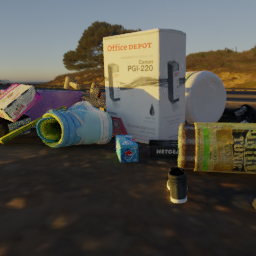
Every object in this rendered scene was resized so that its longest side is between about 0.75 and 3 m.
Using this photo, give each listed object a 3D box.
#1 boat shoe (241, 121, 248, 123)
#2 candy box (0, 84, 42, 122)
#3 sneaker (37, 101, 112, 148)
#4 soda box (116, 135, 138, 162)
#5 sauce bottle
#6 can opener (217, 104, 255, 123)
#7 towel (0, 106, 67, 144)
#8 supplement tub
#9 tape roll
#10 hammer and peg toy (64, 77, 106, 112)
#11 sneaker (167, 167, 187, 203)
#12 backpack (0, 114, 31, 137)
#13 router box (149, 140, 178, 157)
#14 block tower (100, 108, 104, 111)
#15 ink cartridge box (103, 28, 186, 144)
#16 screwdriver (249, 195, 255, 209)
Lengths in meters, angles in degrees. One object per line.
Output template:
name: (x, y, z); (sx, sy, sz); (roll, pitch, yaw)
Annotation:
boat shoe: (2.701, 0.190, 6.279); (2.162, 0.678, 0.785); (-9, 13, -43)
candy box: (-3.122, -0.728, 7.661); (1.470, 0.448, 1.002); (14, 54, 49)
sneaker: (-1.674, -0.166, 7.423); (1.689, 1.029, 2.587); (-4, 9, -30)
soda box: (-0.042, 0.412, 5.961); (0.373, 0.353, 1.099); (-1, 10, -7)
sauce bottle: (2.247, 0.336, 4.756); (2.758, 0.893, 0.893); (-1, 9, 10)
can opener: (3.744, -0.395, 10.230); (0.774, 0.960, 2.441); (-45, 23, -16)
towel: (-2.505, -0.086, 7.377); (1.822, 0.164, 0.784); (-32, 12, -26)
supplement tub: (1.903, -1.055, 10.030); (1.895, 1.895, 2.620); (-6, 11, -31)
tape roll: (-3.098, -0.783, 10.248); (2.838, 1.206, 2.838); (1, 9, 0)
hammer and peg toy: (-1.026, -0.997, 10.203); (2.784, 0.982, 2.048); (14, 14, -11)
sneaker: (0.708, 0.716, 3.976); (0.293, 0.412, 0.830); (-1, 8, 6)
backpack: (-3.273, -0.070, 8.039); (0.821, 0.773, 1.006); (5, 32, 36)
router box: (0.920, 0.436, 6.147); (0.934, 0.239, 0.697); (1, 10, 5)
block tower: (0.032, -1.078, 13.253); (2.680, 0.775, 0.724); (-8, 4, -26)
ink cartridge box: (0.424, -1.083, 7.466); (2.022, 2.776, 1.177); (9, 14, 44)
screwdriver: (1.643, 0.994, 3.017); (0.169, 0.162, 1.160); (28, 5, -6)
